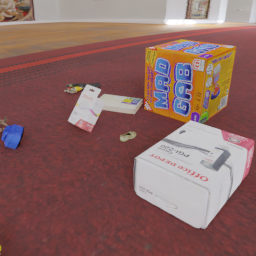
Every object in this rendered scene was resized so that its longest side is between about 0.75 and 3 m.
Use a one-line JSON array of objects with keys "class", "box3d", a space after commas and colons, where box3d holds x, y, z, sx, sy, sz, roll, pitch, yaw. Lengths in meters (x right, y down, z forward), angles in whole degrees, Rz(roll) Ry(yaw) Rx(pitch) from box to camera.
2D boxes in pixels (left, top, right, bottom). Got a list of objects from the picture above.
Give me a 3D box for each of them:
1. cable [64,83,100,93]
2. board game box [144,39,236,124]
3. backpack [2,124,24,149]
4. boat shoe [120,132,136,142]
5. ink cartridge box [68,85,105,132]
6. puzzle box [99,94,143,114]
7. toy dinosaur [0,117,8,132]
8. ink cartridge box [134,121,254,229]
[{"class": "cable", "box3d": [-2.495, -2.170, 15.232, 2.074, 0.522, 1.007, -9, 9, -43]}, {"class": "board game box", "box3d": [2.665, -2.154, 12.321, 2.789, 2.789, 2.791, 22, 34, 35]}, {"class": "backpack", "box3d": [-4.052, 0.337, 9.799, 0.657, 0.636, 0.783, 15, 33, -25]}, {"class": "boat shoe", "box3d": [0.011, 0.267, 10.434, 0.762, 0.240, 0.278, -21, 34, -35]}, {"class": "ink cartridge box", "box3d": [-1.546, -0.787, 10.984, 0.961, 1.650, 0.557, 26, -1, 39]}, {"class": "puzzle box", "box3d": [-0.455, -1.140, 13.141, 2.054, 0.261, 1.367, 9, 28, 17]}, {"class": "toy dinosaur", "box3d": [-5.279, -0.008, 10.514, 1.176, 0.745, 1.735, 2, 21, 18]}, {"class": "ink cartridge box", "box3d": [1.872, 1.066, 7.785, 2.157, 1.256, 2.961, 21, 36, 35]}]
